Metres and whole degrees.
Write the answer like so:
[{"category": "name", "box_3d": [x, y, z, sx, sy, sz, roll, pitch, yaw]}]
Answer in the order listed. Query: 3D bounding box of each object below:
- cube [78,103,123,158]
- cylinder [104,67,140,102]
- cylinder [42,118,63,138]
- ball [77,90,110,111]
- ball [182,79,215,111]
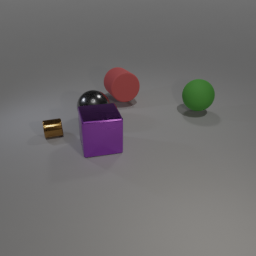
[{"category": "cube", "box_3d": [-1.011, 0.047, 10.148, 1.400, 1.400, 1.400, -7, 29, -13]}, {"category": "cylinder", "box_3d": [-0.326, -2.103, 13.468, 1.400, 1.400, 1.400, -10, 25, -17]}, {"category": "cylinder", "box_3d": [-2.938, 0.006, 10.958, 0.700, 0.700, 0.700, -9, 30, -15]}, {"category": "ball", "box_3d": [-1.457, -0.900, 11.846, 1.400, 1.400, 1.400, 0, 29, 0]}, {"category": "ball", "box_3d": [3.090, -1.445, 12.329, 1.400, 1.400, 1.400, 0, 29, 0]}]
